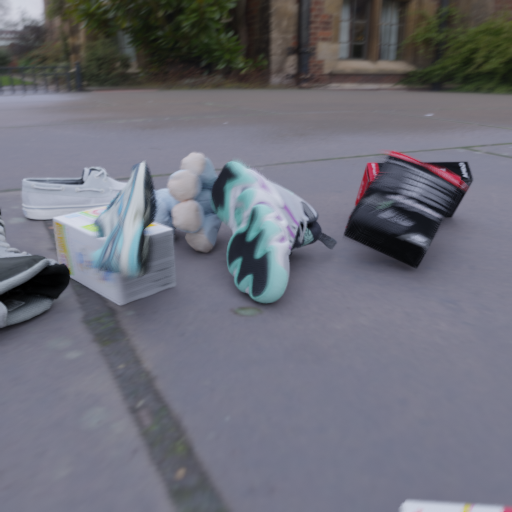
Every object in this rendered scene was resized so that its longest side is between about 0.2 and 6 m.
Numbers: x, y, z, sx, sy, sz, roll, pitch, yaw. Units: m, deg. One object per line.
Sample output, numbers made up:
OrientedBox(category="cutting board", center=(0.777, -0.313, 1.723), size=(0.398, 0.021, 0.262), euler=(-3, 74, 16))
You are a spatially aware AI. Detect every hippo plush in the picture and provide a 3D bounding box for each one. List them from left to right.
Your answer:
OrientedBox(category="hippo plush", center=(-1.478, -1.089, 10.650), size=(1.687, 1.671, 2.098), euler=(-2, 36, 27))

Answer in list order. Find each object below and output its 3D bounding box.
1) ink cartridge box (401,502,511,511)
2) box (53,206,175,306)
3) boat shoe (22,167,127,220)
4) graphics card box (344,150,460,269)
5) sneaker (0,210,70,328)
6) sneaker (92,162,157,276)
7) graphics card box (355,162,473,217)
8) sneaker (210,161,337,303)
OrientedBox(category="ink cartridge box", center=(1.528, 2.140, 3.925), size=(0.940, 0.403, 0.694), euler=(0, 21, 6))
OrientedBox(category="box", center=(-2.292, -0.075, 8.966), size=(1.918, 0.972, 1.079), euler=(19, 28, 41))
OrientedBox(category="boat shoe", center=(-3.790, -1.505, 12.717), size=(2.895, 0.992, 1.042), euler=(-7, 22, -17))
OrientedBox(category="graphics card box", center=(2.625, -0.889, 9.931), size=(1.391, 0.564, 2.217), euler=(26, 48, 13))
OrientedBox(category="sneaker", center=(-3.755, 0.122, 8.376), size=(2.002, 1.300, 3.466), euler=(2, 30, -9))
OrientedBox(category="sneaker", center=(-1.844, -0.574, 7.715), size=(0.790, 0.710, 1.830), euler=(-2, 55, 3))
OrientedBox(category="graphics card box", center=(3.286, -1.374, 11.885), size=(2.168, 1.360, 0.551), euler=(-1, 58, -2))
OrientedBox(category="sneaker", center=(0.550, -0.304, 9.393), size=(2.140, 1.189, 3.059), euler=(18, 37, -31))
